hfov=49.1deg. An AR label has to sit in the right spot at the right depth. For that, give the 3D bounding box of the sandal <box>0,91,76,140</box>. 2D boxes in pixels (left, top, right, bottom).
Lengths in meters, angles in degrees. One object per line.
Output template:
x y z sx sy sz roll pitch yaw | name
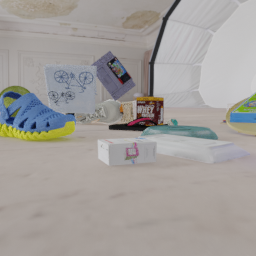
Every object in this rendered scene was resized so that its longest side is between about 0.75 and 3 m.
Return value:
-2.532 -0.336 7.228 2.801 1.220 1.113 5 5 29 | sandal

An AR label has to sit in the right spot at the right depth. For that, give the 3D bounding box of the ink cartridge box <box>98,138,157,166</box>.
-0.029 0.350 4.370 0.787 0.333 0.569 -1 5 -22 | ink cartridge box

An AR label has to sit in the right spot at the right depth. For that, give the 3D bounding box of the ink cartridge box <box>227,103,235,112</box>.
4.713 -0.676 12.644 0.504 0.865 0.292 2 5 22 | ink cartridge box

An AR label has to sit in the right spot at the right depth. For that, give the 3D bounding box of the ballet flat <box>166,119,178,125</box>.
1.472 -0.091 9.548 0.415 0.415 1.155 2 3 17 | ballet flat

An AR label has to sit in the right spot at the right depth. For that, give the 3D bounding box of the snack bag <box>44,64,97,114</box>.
-1.821 -1.218 9.138 1.640 1.739 0.186 1 31 -3 | snack bag

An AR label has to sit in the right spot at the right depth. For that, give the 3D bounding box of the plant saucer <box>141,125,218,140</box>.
1.317 0.121 7.301 1.991 0.273 1.991 1 6 0 | plant saucer

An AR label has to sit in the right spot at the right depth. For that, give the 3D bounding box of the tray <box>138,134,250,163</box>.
1.019 0.321 5.278 1.145 0.237 2.133 -6 7 -39 | tray

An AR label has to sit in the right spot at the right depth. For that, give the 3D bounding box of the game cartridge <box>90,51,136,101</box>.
-0.503 -1.749 9.373 0.936 1.444 0.277 -37 5 4 | game cartridge

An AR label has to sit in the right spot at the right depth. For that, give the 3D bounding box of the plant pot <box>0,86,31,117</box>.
-5.297 -1.022 13.575 1.786 1.786 1.696 -3 19 -29 | plant pot

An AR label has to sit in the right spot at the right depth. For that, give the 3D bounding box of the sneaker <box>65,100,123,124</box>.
-1.455 -0.542 11.570 2.727 1.032 1.255 -5 8 37 | sneaker

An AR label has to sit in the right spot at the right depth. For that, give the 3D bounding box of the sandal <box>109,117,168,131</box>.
0.300 -0.158 9.238 2.010 0.453 0.755 2 6 18 | sandal

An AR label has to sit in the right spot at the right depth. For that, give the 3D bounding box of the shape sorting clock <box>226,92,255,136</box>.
4.387 -0.523 8.197 2.933 0.575 2.933 -16 19 5 | shape sorting clock

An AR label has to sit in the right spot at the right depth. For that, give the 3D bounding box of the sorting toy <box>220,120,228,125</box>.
4.392 -0.275 11.699 0.699 0.245 1.450 -3 7 -30 | sorting toy

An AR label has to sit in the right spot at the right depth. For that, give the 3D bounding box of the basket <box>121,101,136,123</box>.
0.346 -0.743 12.712 0.913 1.004 1.480 0 5 28 | basket

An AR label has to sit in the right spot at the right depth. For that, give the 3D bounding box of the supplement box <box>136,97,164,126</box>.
0.831 -0.591 10.369 0.733 1.104 1.089 2 6 22 | supplement box
